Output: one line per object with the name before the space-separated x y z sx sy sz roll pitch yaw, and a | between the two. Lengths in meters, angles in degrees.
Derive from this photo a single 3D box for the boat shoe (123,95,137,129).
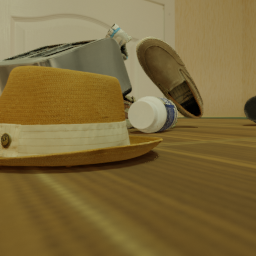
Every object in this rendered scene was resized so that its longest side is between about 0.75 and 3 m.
boat shoe | 0.024 -0.505 8.378 1.046 0.992 2.762 1 3 23

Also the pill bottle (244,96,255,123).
pill bottle | 5.119 -0.681 10.199 2.082 1.164 1.164 -2 4 -42

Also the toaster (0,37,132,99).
toaster | -1.666 -1.038 6.576 2.418 1.587 2.674 8 32 40

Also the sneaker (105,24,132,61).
sneaker | -0.393 -1.904 7.564 0.712 1.642 0.616 31 46 0

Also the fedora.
fedora | -0.694 -0.155 2.888 2.111 0.861 2.111 -1 2 0

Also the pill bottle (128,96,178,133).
pill bottle | 0.568 -0.307 6.385 0.810 0.810 1.458 1 4 25

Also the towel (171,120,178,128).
towel | 0.999 -0.463 8.662 1.252 0.308 1.688 37 8 10

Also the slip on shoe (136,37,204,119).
slip on shoe | 1.311 -1.420 8.327 1.106 2.910 0.882 -32 20 11
